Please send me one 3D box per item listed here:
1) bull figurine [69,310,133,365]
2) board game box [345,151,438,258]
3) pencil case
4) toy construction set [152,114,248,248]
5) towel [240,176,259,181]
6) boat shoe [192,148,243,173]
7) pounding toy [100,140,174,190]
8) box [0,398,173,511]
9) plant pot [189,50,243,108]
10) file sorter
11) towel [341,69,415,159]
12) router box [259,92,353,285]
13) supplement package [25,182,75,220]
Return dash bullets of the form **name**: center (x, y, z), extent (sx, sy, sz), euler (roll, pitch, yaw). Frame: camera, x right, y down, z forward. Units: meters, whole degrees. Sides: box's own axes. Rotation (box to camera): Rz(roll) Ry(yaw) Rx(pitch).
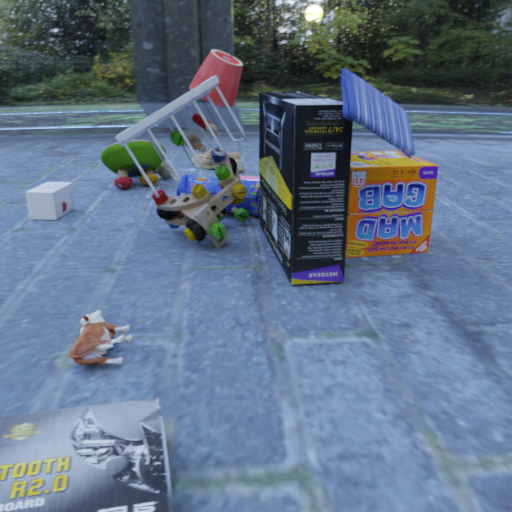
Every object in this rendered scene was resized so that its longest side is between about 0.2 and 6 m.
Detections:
- **bull figurine**: center (-2.111, 1.120, 7.616), extent (0.756, 0.406, 1.245), euler (-1, 20, -2)
- **board game box**: center (2.491, -1.159, 11.854), extent (1.826, 1.827, 1.828), euler (-4, 20, -11)
- **pencil case**: center (-0.876, -1.517, 14.150), extent (2.440, 0.952, 1.060), euler (5, 14, 13)
- **toy construction set**: center (-0.936, -1.454, 11.873), extent (2.200, 2.638, 2.027), euler (-17, 34, -23)
- **towel**: center (-0.516, -2.052, 16.513), extent (1.951, 0.399, 2.666), euler (5, 20, 15)
- **boat shoe**: center (-1.371, -3.486, 19.904), extent (2.484, 0.801, 0.885), euler (18, 27, 41)
- **pounding toy**: center (-3.645, -2.562, 17.341), extent (1.963, 1.180, 2.543), euler (-9, -10, 6)
- **box**: center (-1.839, 2.029, 4.895), extent (2.135, 0.516, 1.691), euler (-4, 20, -11)
- **plant pot**: center (-0.829, -4.018, 12.614), extent (1.086, 0.961, 1.086), euler (21, 29, -12)
- **file sorter**: center (-1.516, -2.390, 11.465), extent (2.258, 1.406, 1.567), euler (-34, 15, -5)
- **towel**: center (1.948, -2.288, 9.021), extent (1.516, 0.181, 1.097), euler (24, 50, -28)
- **router box**: center (0.815, -1.577, 11.144), extent (1.033, 3.108, 3.953), euler (-3, 20, -8)
- **supplement package**: center (-5.189, -1.400, 14.185), extent (0.714, 0.723, 1.193), euler (2, 20, 5)
